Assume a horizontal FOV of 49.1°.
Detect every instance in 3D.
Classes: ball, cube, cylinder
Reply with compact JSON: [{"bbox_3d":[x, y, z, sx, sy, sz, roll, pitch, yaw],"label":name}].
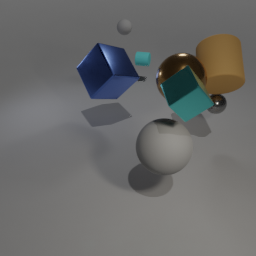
[{"bbox_3d":[-0.163,-4.636,12.877,0.700,0.700,0.700,0,31,0],"label":"ball"},{"bbox_3d":[-0.731,-1.994,10.144,1.400,1.400,1.400,-6,64,-50],"label":"cube"},{"bbox_3d":[0.779,-3.608,14.647,0.700,0.700,0.700,9,33,15],"label":"cylinder"},{"bbox_3d":[1.207,-0.694,5.762,0.700,0.700,0.700,-34,44,22],"label":"cube"},{"bbox_3d":[0.891,0.460,6.926,1.400,1.400,1.400,0,31,0],"label":"ball"},{"bbox_3d":[1.478,-1.368,7.788,1.400,1.400,1.400,0,31,0],"label":"ball"},{"bbox_3d":[2.892,-1.979,8.867,1.400,1.400,1.400,1,72,2],"label":"cylinder"},{"bbox_3d":[2.997,-0.827,9.527,0.700,0.700,0.700,0,31,0],"label":"ball"}]
